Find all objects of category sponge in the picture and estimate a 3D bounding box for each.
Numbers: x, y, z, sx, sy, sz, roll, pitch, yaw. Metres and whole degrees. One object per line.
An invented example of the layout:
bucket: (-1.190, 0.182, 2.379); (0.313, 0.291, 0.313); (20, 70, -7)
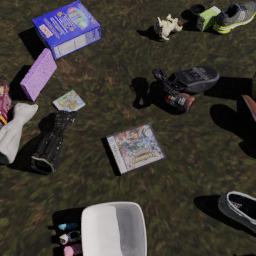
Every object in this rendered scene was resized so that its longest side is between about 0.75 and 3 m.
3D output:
sponge: (-3.411, -2.053, 10.797); (0.278, 1.038, 1.861); (19, 63, 10)

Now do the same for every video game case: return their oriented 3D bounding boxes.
video game case: (-2.258, -0.942, 10.719); (0.927, 0.102, 0.844); (-35, 67, -18)
video game case: (0.265, 0.696, 9.761); (1.671, 0.213, 1.510); (-19, 63, -10)

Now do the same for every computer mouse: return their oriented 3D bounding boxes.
computer mouse: (2.282, -1.777, 10.751); (2.533, 0.668, 1.754); (-12, 45, -17)

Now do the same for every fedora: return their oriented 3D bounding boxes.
fedora: (3.219, -5.386, 12.997); (0.796, 0.364, 0.796); (0, 61, 0)

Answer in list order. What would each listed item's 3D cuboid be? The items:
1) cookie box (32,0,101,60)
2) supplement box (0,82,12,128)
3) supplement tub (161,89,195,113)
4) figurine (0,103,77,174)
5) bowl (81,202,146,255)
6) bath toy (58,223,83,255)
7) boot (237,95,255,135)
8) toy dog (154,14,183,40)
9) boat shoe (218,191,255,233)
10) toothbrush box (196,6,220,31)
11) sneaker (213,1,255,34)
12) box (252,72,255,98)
cookie box: (-2.632, -4.253, 12.091); (2.272, 0.854, 1.944); (-30, 65, -15)
supplement box: (-4.894, -0.836, 10.316); (0.901, 0.699, 1.632); (-5, 61, -3)
supplement tub: (1.844, -1.107, 10.507); (1.198, 0.641, 0.641); (31, 66, 16)
figurine: (-3.268, 0.130, 9.728); (2.511, 1.081, 2.450); (11, 54, 6)
bowl: (-0.380, 3.014, 8.015); (1.785, 0.666, 1.782); (-5, 81, 4)
bath toy: (-1.649, 3.468, 8.086); (0.599, 0.509, 1.378); (-33, 60, 20)
boot: (5.531, -0.499, 10.036); (2.627, 0.899, 2.473); (-22, 63, -13)
toy dog: (1.840, -4.453, 12.281); (1.107, 0.772, 1.073); (-18, 70, -11)
boat shoe: (3.946, 2.640, 8.312); (2.484, 0.885, 0.867); (24, 64, 12)
toothbrush box: (3.585, -4.881, 12.535); (0.948, 0.690, 0.408); (-32, 66, -16)
sneaker: (4.901, -5.113, 12.493); (2.421, 0.980, 0.894); (-34, 67, -17)
box: (5.764, -1.856, 10.321); (1.728, 1.665, 1.054); (9, 62, 6)
